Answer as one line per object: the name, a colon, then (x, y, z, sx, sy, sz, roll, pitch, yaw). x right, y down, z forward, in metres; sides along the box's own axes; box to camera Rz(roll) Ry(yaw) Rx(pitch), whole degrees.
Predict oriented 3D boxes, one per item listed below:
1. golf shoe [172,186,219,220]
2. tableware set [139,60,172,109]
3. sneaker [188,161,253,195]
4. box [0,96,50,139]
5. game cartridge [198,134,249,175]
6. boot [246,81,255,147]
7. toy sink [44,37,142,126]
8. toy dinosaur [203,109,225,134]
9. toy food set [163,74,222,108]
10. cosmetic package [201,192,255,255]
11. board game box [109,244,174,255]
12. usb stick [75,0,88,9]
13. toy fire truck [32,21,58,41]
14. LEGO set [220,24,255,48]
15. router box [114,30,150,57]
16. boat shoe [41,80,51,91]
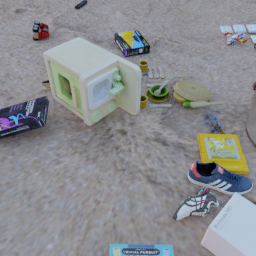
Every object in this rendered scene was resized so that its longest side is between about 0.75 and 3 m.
golf shoe: (1.682, 1.957, 6.921, 1.288, 0.497, 0.567, -26, 57, -24)
tableware set: (0.592, -1.782, 10.802, 1.919, 0.437, 2.848, -2, 45, -2)
sneaker: (2.484, 1.271, 7.444, 1.701, 0.719, 0.638, 9, 45, 8)
box: (-3.511, -0.313, 8.905, 1.934, 0.349, 1.383, -15, 38, 1)
game cartridge: (2.793, 0.743, 8.342, 1.251, 0.230, 1.419, 1, 43, 2)
boot: (4.290, -0.654, 8.686, 0.837, 1.742, 2.383, 5, 44, 5)
toy sink: (-1.221, -1.423, 9.358, 2.973, 1.938, 1.666, 33, 53, 28)
toy dinosaur: (2.830, -0.132, 9.278, 0.959, 0.504, 0.871, 43, 28, -13)
toy food set: (2.299, -1.279, 10.326, 1.500, 0.436, 2.173, -6, 41, -23)
cosmetic package: (2.876, 2.616, 5.879, 2.281, 0.968, 1.228, 33, 55, 28)
board game box: (0.232, 2.710, 5.400, 1.125, 1.490, 0.350, 1, 44, 0)
usb stick: (-2.803, -7.411, 16.791, 0.315, 0.185, 1.138, 12, 45, 20)
toy fire truck: (-4.039, -4.820, 13.800, 1.194, 0.768, 1.051, 4, 42, -12)
LEGO set: (5.635, -4.632, 13.665, 1.846, 0.606, 2.471, 1, 44, 6)
router box: (0.172, -3.955, 13.045, 1.221, 0.418, 1.637, -14, 46, -14)
boat shoe: (-2.810, -1.793, 10.857, 1.131, 0.365, 0.403, -28, 51, -26)
